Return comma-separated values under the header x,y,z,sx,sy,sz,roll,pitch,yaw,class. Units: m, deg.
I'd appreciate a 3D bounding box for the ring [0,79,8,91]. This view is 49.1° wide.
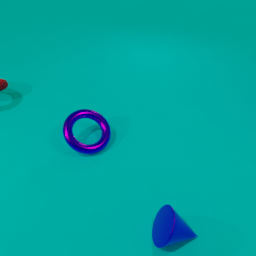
x,y,z,sx,sy,sz,roll,pitch,yaw,class
-4.714,-1.337,9.131,1.510,0.302,1.510,-5,20,2,ring

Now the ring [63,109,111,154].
x,y,z,sx,sy,sz,roll,pitch,yaw,class
-1.145,0.084,7.888,1.373,0.275,1.373,8,63,-17,ring

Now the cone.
x,y,z,sx,sy,sz,roll,pitch,yaw,class
1.111,2.184,5.925,0.891,0.888,0.888,22,41,-15,cone
